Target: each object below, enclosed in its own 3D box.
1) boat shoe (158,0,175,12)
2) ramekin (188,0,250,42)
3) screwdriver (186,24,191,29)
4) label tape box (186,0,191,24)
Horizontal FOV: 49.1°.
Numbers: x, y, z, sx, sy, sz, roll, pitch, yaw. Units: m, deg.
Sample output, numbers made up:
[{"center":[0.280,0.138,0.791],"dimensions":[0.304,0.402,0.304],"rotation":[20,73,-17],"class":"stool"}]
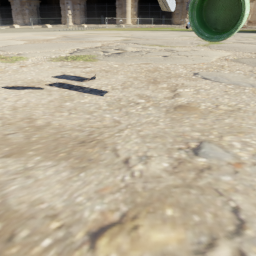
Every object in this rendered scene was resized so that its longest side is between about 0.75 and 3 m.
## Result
[{"center":[0.825,-3.691,7.625],"dimensions":[0.557,0.483,1.307],"rotation":[11,-13,33],"class":"boat shoe"},{"center":[2.671,-3.392,8.131],"dimensions":[1.657,1.657,0.809],"rotation":[15,30,31],"class":"ramekin"},{"center":[2.580,-4.193,10.984],"dimensions":[0.182,0.174,1.250],"rotation":[-1,37,43],"class":"screwdriver"},{"center":[2.481,-4.302,9.647],"dimensions":[0.929,1.297,0.429],"rotation":[-21,59,-38],"class":"label tape box"}]
